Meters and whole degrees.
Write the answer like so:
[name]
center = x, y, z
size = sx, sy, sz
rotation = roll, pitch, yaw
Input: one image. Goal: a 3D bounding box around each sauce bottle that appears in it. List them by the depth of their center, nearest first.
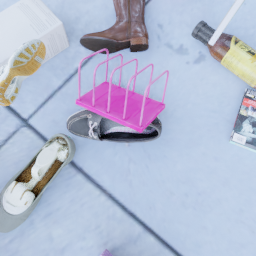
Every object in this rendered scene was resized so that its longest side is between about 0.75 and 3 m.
[sauce bottle]
center = 3.128, -2.237, 8.392
size = 2.749, 0.907, 0.907
rotation = 41, 75, 12

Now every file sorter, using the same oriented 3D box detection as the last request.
[file sorter]
center = -0.132, -1.096, 7.303
size = 2.042, 1.281, 1.419
rotation = 24, 40, 21

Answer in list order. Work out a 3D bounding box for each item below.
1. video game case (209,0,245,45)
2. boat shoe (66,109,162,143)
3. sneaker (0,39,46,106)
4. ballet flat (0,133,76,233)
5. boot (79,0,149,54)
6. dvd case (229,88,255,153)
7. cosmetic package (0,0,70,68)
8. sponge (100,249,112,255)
[video game case]
center = 2.580, -2.882, 6.930
size = 0.160, 1.451, 1.321
rotation = 33, 44, 3
[boat shoe]
center = -0.383, -0.041, 7.530
size = 2.638, 0.752, 0.882
rotation = 0, 114, -1
[sneaker]
center = -2.424, -1.276, 5.966
size = 1.614, 0.610, 0.707
rotation = -52, 48, 1
[ballet flat]
center = -2.460, 1.305, 7.100
size = 0.989, 0.935, 2.935
rotation = 36, 74, 6
[boot]
center = -0.442, -3.583, 8.923
size = 2.222, 0.766, 2.385
rotation = 0, 73, -14
[dvd case]
center = 3.765, -0.161, 8.030
size = 1.300, 0.196, 1.781
rotation = 21, 71, 7
[cosmetic package]
center = -3.397, -2.474, 8.295
size = 2.865, 1.215, 1.541
rotation = -38, 76, -12
[sponge]
center = 0.183, 3.674, 6.078
size = 2.345, 1.308, 0.350
rotation = 42, 77, 13
